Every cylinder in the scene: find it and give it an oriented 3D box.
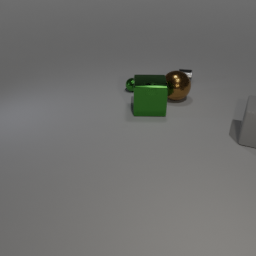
[{"bbox_3d":[3.098,-2.836,15.242,0.700,0.700,0.700,6,31,9],"label":"cylinder"}]

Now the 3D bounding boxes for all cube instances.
[{"bbox_3d":[4.882,-0.176,10.067,1.400,1.400,1.400,13,35,20],"label":"cube"},{"bbox_3d":[0.946,-1.434,12.218,1.400,1.400,1.400,1,31,1],"label":"cube"}]

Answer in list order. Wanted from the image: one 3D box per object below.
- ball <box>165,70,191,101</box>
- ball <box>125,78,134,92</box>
[{"bbox_3d":[2.245,-1.985,13.141,1.400,1.400,1.400,0,31,0],"label":"ball"},{"bbox_3d":[0.221,-2.191,14.194,0.700,0.700,0.700,0,31,0],"label":"ball"}]
